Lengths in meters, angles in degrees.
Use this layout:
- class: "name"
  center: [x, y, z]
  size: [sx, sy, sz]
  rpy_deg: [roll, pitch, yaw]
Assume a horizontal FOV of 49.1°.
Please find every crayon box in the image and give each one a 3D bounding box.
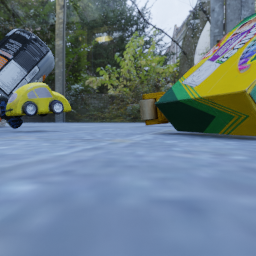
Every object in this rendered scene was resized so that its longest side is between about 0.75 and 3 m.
- class: "crayon box"
  center: [1.634, -0.869, 3.572]
  size: [2.206, 0.643, 1.903]
  rpy_deg: [-44, 13, -13]

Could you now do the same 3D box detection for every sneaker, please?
- class: "sneaker"
  center: [-2.430, -0.342, 5.552]
  size: [0.356, 0.363, 0.941]
  rpy_deg: [-39, -26, -22]

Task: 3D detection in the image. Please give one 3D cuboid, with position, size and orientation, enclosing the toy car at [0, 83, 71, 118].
- class: "toy car"
  center: [-2.418, -0.382, 4.218]
  size: [2.413, 0.572, 2.564]
  rpy_deg: [-4, 2, 16]

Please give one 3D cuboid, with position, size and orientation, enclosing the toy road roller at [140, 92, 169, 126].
- class: "toy road roller"
  center: [1.370, -0.768, 10.549]
  size: [2.002, 1.230, 1.461]
  rpy_deg: [-6, 1, 14]

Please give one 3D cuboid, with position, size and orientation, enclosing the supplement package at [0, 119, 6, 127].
- class: "supplement package"
  center: [-4.851, -0.398, 9.459]
  size: [0.706, 0.714, 1.178]
  rpy_deg: [1, 2, 35]

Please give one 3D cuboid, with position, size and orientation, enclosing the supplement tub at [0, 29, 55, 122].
- class: "supplement tub"
  center: [-3.602, -1.482, 8.329]
  size: [1.681, 2.743, 1.681]
  rpy_deg: [24, -29, 14]
